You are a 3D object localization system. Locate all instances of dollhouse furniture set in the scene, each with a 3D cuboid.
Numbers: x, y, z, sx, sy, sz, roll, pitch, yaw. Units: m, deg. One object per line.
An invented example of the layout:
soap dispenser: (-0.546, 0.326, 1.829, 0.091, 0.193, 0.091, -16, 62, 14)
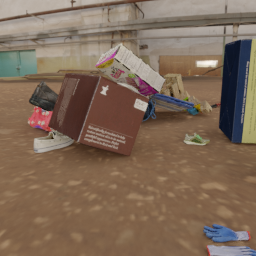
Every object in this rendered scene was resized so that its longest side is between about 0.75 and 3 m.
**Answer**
dollhouse furniture set: (2.185, -1.966, 16.616, 2.449, 1.627, 2.147, -37, 33, -31)

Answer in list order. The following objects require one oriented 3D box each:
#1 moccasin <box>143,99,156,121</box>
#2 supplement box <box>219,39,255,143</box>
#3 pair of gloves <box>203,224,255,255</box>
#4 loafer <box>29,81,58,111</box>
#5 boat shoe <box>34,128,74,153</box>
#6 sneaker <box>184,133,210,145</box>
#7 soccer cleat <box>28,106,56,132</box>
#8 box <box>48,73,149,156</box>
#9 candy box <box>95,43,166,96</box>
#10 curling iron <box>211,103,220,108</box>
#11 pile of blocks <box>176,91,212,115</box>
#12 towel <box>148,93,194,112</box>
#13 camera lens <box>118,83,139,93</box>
moccasin: (0.782, -0.895, 11.953, 0.841, 0.992, 2.466, 6, 13, -3)
supplement box: (4.598, -1.148, 8.608, 2.973, 2.976, 1.998, 2, 13, 6)
pair of gloves: (1.339, 1.512, 3.684, 0.644, 0.091, 0.801, 2, 13, 9)
loafer: (-2.199, -0.807, 10.103, 2.501, 0.904, 0.910, 25, -5, -30)
boat shoe: (-2.083, 0.269, 7.912, 0.484, 0.558, 1.309, 11, 17, 40)
sneaker: (2.021, 0.308, 8.219, 0.774, 0.343, 0.297, 2, 13, 9)
soccer cleat: (-2.899, -0.248, 10.066, 0.928, 0.810, 2.428, 29, -10, -31)
box: (-0.836, -0.403, 7.443, 1.633, 1.617, 1.969, 20, -1, -37)
candy box: (0.085, -2.126, 10.868, 2.298, 0.701, 1.567, 33, -19, -26)
curling iron: (4.743, -1.190, 14.854, 1.646, 0.210, 0.408, -9, 17, -34)
pile of blocks: (3.067, -0.945, 13.167, 0.739, 0.976, 2.378, 41, 3, -29)
towel: (1.692, -1.133, 12.417, 1.807, 0.293, 2.461, 16, -2, -9)
camera lens: (-0.654, -0.746, 9.861, 1.616, 1.616, 2.020, 10, 17, 38)
